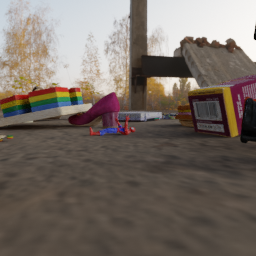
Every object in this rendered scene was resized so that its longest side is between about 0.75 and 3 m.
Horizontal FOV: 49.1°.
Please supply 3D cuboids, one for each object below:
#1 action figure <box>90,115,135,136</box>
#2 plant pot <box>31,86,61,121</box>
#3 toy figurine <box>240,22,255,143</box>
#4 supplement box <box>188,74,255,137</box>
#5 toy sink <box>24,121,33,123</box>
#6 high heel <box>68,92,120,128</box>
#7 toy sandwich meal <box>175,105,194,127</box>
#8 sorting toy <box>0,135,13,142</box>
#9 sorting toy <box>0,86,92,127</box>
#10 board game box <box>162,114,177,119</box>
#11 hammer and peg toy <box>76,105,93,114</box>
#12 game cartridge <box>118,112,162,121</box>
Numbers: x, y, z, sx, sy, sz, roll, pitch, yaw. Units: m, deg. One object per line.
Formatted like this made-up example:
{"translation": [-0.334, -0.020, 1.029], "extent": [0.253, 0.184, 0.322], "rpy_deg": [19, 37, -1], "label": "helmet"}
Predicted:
{"translation": [-0.415, -0.090, 7.844], "extent": [1.282, 0.634, 0.418], "rpy_deg": [2, 5, -12], "label": "action figure"}
{"translation": [-4.327, -1.152, 14.884], "extent": [1.613, 1.850, 1.850], "rpy_deg": [13, -3, -31], "label": "plant pot"}
{"translation": [3.134, -0.996, 4.653], "extent": [2.076, 2.937, 2.983], "rpy_deg": [8, 8, 22], "label": "toy figurine"}
{"translation": [3.351, -0.752, 8.169], "extent": [2.606, 1.345, 1.706], "rpy_deg": [-16, 9, -17], "label": "supplement box"}
{"translation": [-5.385, -0.711, 13.855], "extent": [0.979, 0.841, 1.502], "rpy_deg": [-3, 5, -32], "label": "toy sink"}
{"translation": [-1.380, -0.714, 10.949], "extent": [2.732, 1.313, 0.921], "rpy_deg": [3, 6, 36], "label": "high heel"}
{"translation": [3.094, -0.511, 11.370], "extent": [2.449, 0.839, 2.449], "rpy_deg": [0, 5, 0], "label": "toy sandwich meal"}
{"translation": [-3.054, 0.253, 6.319], "extent": [0.811, 0.137, 0.391], "rpy_deg": [0, 5, -6], "label": "sorting toy"}
{"translation": [-3.266, -0.848, 10.558], "extent": [2.955, 1.034, 2.973], "rpy_deg": [-9, 5, 13], "label": "sorting toy"}
{"translation": [2.685, -0.716, 17.203], "extent": [0.952, 0.327, 1.151], "rpy_deg": [0, 4, 22], "label": "board game box"}
{"translation": [-1.876, -0.897, 16.408], "extent": [2.154, 0.760, 1.584], "rpy_deg": [10, 6, 6], "label": "hammer and peg toy"}
{"translation": [0.545, -0.640, 15.381], "extent": [1.888, 0.559, 2.912], "rpy_deg": [7, 7, 28], "label": "game cartridge"}
